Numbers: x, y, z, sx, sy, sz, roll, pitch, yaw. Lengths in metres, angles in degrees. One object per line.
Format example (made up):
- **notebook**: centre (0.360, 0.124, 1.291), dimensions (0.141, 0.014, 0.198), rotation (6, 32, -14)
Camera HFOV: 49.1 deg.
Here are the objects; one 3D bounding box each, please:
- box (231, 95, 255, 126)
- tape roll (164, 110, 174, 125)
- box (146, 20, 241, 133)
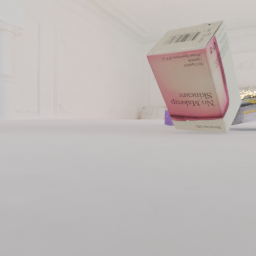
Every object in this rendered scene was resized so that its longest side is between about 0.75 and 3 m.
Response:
- **box**: centre (2.669, -0.439, 6.178), dimensions (1.138, 0.347, 1.438), rotation (-12, 8, 11)
- **tape roll**: centre (1.864, -0.352, 9.666), dimensions (1.205, 0.512, 1.205), rotation (1, 4, 0)
- **box**: centre (1.122, -0.774, 4.562), dimensions (0.991, 1.550, 0.845), rotation (4, 44, 39)
